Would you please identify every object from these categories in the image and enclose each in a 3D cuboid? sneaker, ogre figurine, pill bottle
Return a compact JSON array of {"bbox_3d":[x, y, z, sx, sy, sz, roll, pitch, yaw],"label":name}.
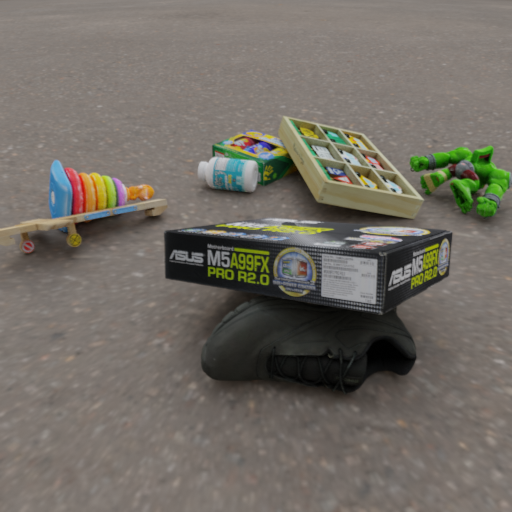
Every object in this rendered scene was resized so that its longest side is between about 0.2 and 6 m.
[{"bbox_3d":[0.831,1.322,8.064,3.235,1.228,1.468,-10,37,-14],"label":"sneaker"},{"bbox_3d":[4.923,-1.843,13.064,1.455,1.191,2.427,-27,28,-17],"label":"ogre figurine"},{"bbox_3d":[-0.694,-1.987,13.643,1.384,0.767,0.767,7,33,12],"label":"pill bottle"}]

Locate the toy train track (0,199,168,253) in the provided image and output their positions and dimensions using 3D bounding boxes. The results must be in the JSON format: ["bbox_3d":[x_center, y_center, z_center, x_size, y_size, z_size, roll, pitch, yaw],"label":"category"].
[{"bbox_3d":[-3.521,-0.585,11.560,3.683,0.599,2.113,-17,13,-34],"label":"toy train track"}]

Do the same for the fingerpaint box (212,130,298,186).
[{"bbox_3d":[0.030,-2.626,14.726,1.855,0.680,1.548,27,41,35],"label":"fingerpaint box"}]

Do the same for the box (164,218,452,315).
[{"bbox_3d":[0.851,-0.022,8.950,3.694,0.818,2.959,7,12,34],"label":"box"}]

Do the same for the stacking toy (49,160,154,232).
[{"bbox_3d":[-3.368,-1.353,12.472,2.276,1.249,1.321,-8,41,-31],"label":"stacking toy"}]

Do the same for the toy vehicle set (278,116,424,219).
[{"bbox_3d":[2.111,-2.232,13.552,2.399,0.512,3.862,7,32,-18],"label":"toy vehicle set"}]
